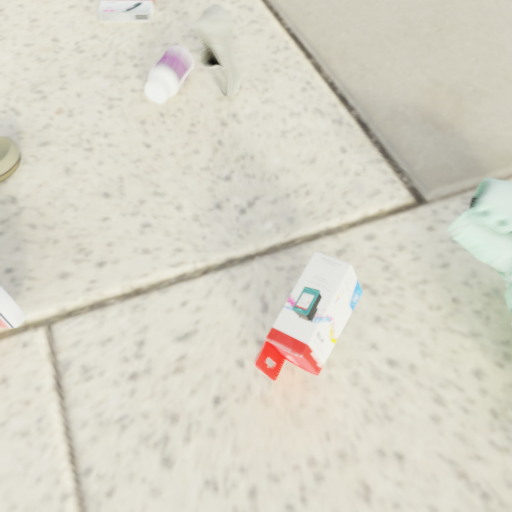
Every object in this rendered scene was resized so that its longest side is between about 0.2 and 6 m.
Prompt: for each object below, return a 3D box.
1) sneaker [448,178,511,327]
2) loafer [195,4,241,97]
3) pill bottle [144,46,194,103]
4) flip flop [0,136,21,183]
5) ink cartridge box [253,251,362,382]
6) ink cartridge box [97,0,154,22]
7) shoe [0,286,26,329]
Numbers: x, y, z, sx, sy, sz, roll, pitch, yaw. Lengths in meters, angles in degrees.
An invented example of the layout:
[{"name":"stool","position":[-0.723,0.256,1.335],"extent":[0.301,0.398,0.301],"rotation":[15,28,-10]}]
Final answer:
[{"name":"sneaker","position":[3.325,0.385,7.365],"extent":[1.910,1.192,3.239],"rotation":[19,59,5]},{"name":"loafer","position":[-0.726,-3.614,10.185],"extent":[0.673,1.928,0.674],"rotation":[-37,62,-14]},{"name":"pill bottle","position":[-1.707,-3.504,10.878],"extent":[0.639,0.639,1.138],"rotation":[16,55,12]},{"name":"flip flop","position":[-5.425,-1.261,8.984],"extent":[3.214,0.925,1.303],"rotation":[-29,58,-21]},{"name":"ink cartridge box","position":[0.683,0.874,7.053],"extent":[0.546,0.943,1.623],"rotation":[23,75,28]},{"name":"ink cartridge box","position":[-2.958,-5.734,12.843],"extent":[1.180,0.257,1.024],"rotation":[0,54,0]},{"name":"shoe","position":[-4.373,0.558,7.651],"extent":[2.610,0.932,1.187],"rotation":[28,59,26]}]
